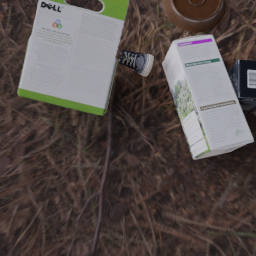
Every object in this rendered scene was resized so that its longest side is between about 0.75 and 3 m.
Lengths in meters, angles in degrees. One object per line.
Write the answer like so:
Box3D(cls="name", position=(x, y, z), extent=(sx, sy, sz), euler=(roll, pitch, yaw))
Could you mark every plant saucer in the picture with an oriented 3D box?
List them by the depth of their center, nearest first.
Box3D(cls="plant saucer", position=(2.043, -3.826, 8.453), extent=(1.900, 0.327, 1.900), euler=(0, 76, 0))

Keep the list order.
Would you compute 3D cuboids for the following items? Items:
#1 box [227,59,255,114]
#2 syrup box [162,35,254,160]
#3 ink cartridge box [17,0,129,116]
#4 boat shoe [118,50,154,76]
Box3D(cls="box", position=(2.973, -1.028, 7.290), extent=(0.719, 1.343, 0.997), euler=(4, 77, 1))
Box3D(cls="syrup box", position=(1.877, -0.767, 7.001), extent=(1.163, 1.124, 2.856), euler=(-11, 75, -12))
Box3D(cls="ink cartridge box", position=(-1.282, -1.971, 7.097), extent=(2.157, 1.106, 2.919), euler=(14, 94, -5))
Box3D(cls="boat shoe", position=(0.154, -1.737, 7.348), extent=(0.714, 1.540, 0.575), euler=(14, 100, -13))
